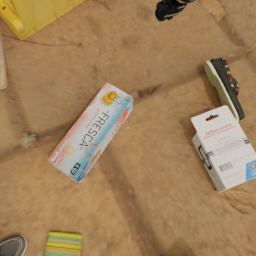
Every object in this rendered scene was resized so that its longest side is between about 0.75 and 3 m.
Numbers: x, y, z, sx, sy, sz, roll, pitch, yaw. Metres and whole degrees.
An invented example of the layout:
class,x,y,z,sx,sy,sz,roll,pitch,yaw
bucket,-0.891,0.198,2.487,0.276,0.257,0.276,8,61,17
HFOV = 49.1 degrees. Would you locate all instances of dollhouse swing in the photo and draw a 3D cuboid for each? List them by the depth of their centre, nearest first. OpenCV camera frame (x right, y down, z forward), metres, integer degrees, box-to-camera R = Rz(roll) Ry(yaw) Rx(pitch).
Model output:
class,x,y,z,sx,sy,sz,roll,pitch,yaw
dollhouse swing,-2.826,-4.670,8.478,2.967,2.608,2.696,-39,74,-13

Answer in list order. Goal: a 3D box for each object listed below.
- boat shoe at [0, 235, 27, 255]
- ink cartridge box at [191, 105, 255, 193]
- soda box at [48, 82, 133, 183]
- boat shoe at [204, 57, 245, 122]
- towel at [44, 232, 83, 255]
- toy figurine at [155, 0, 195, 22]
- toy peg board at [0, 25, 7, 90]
class,x,y,z,sx,sy,sz,roll,pitch,yaw
boat shoe,-3.364,3.310,6.481,2.148,0.612,0.718,-36,73,-13
ink cartridge box,2.544,0.535,7.501,1.173,0.686,2.021,-20,70,-7
soda box,-0.920,0.110,7.579,0.912,0.848,2.667,32,73,11
boat shoe,2.900,-1.160,8.100,0.663,0.774,2.115,-17,65,2
towel,-1.649,3.580,6.637,0.891,0.187,2.071,4,70,7
toy figurine,0.780,-3.622,6.086,1.968,1.390,1.999,29,80,-13
toy peg board,-5.383,-2.424,8.253,2.869,1.403,2.857,-13,70,-5
